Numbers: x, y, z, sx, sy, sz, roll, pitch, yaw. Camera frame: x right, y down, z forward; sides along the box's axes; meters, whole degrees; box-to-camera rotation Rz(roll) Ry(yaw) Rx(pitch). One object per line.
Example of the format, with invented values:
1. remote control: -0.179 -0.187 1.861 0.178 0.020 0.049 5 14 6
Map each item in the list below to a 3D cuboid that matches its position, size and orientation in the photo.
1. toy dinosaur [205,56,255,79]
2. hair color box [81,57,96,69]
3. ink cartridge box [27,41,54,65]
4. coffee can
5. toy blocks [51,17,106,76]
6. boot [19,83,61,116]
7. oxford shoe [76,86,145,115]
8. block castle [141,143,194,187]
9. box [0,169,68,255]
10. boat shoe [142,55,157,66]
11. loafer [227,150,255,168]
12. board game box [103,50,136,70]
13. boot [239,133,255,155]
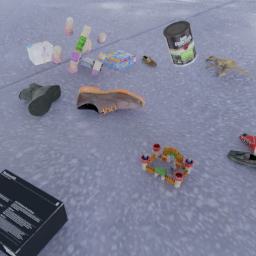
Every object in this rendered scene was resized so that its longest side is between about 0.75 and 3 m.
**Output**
1. toy dinosaur: 5.137 -3.313 14.701 1.480 0.852 2.928 -26 46 -31
2. hair color box: -2.055 -3.543 15.390 1.044 0.317 0.517 28 47 31
3. ink cartridge box: -4.817 -4.275 15.839 1.403 0.879 0.902 -25 45 -27
4. coffee can: 2.409 -3.839 12.829 1.207 1.650 1.207 -15 44 15
5. toy blocks: -2.547 -3.972 15.005 2.591 2.181 2.421 21 69 -11
6. boot: -4.144 -1.270 12.353 1.569 0.813 2.402 5 32 15
7. oxford shoe: -0.767 -0.990 11.918 2.930 1.045 1.068 6 61 11
8. block castle: 1.292 1.149 9.270 1.546 0.725 1.033 25 45 28
9. box: -3.093 2.347 7.631 2.345 0.925 1.655 22 47 25
10. boat shoe: 1.157 -3.742 15.576 0.399 0.389 1.054 -31 48 -33
11. loafer: 4.252 1.049 9.558 1.629 0.512 0.585 22 44 25
12. board game box: -0.467 -3.823 15.681 1.349 0.377 1.320 32 48 33
13. boot: 4.436 0.576 10.269 0.782 0.392 1.084 17 34 20
